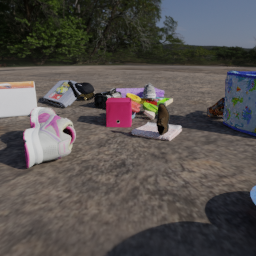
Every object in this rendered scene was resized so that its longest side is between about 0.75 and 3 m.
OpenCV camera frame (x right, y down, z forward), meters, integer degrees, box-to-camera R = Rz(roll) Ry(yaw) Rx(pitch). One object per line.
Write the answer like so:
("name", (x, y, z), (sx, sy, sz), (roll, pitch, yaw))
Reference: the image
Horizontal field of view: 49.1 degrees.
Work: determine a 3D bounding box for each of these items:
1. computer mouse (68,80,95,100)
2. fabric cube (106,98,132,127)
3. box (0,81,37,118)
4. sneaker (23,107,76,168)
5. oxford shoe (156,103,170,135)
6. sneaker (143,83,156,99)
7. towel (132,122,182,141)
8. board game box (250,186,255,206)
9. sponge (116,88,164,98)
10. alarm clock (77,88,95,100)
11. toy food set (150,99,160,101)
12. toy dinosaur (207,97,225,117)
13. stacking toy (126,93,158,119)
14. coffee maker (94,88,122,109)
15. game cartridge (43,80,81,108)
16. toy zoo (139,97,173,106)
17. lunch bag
("computer mouse", (-1.937, -1.495, 11.852), (1.415, 0.994, 0.326), (12, 53, 33))
("fabric cube", (-0.350, -0.646, 11.300), (0.998, 1.014, 1.017), (1, 16, 2))
("box", (-5.408, -1.443, 13.498), (1.872, 1.307, 2.459), (-6, 17, -19))
("sneaker", (-2.217, 0.200, 8.311), (1.311, 1.209, 2.972), (-2, 25, -11))
("oxford shoe", (1.116, -0.271, 9.132), (0.388, 1.066, 0.450), (3, 20, 33))
("sneaker", (1.265, -2.163, 15.951), (0.774, 0.849, 2.070), (-1, 12, -3))
("towel", (1.072, 0.095, 10.132), (1.456, 0.235, 1.390), (8, 19, 28))
("board game box", (3.157, 1.580, 4.778), (2.085, 0.406, 1.648), (15, 17, 28))
("sponge", (0.618, -2.226, 17.755), (2.984, 0.445, 1.665), (-4, 17, -14))
("alarm clock", (-2.373, -2.045, 16.127), (1.214, 0.599, 1.800), (-24, -36, 39))
("toy food set", (1.494, -1.518, 15.221), (0.489, 0.121, 0.769), (10, 12, 40))
("toy dinosaur", (4.579, -1.019, 11.801), (1.743, 1.312, 2.568), (-6, 5, -35))
("stacking toy", (0.429, -0.734, 12.771), (1.745, 0.814, 1.928), (26, 23, 4))
("coffee maker", (-1.164, -1.469, 14.697), (1.301, 0.912, 1.354), (-17, 3, 35))
("game cartridge", (-3.520, -1.926, 15.283), (2.412, 0.493, 1.606), (16, 56, 45))
("toy zoo", (1.345, -1.538, 15.798), (2.086, 0.213, 1.368), (7, 18, 23))
("lunch bag", (4.673, -0.920, 10.177), (1.613, 2.152, 2.531), (-14, 21, -39))
